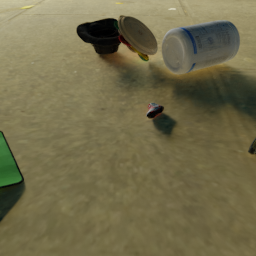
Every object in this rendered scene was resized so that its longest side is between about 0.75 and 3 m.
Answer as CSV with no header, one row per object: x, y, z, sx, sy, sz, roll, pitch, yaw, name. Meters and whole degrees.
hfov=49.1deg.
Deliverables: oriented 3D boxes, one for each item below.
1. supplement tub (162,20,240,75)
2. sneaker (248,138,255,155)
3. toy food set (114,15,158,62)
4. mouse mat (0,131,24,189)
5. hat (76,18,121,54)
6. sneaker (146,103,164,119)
2.786,-3.147,10.857,2.601,1.716,1.716,-18,40,-24,supplement tub
3.985,0.358,6.907,2.123,0.816,0.941,-15,46,-16,sneaker
0.369,-3.882,11.889,2.176,0.529,2.154,36,41,-17,toy food set
-3.647,0.761,6.523,1.841,0.086,2.288,-9,35,-34,mouse mat
-1.021,-3.938,12.561,2.596,1.047,2.596,-1,44,1,hat
0.708,-0.534,8.509,0.416,0.259,0.777,29,41,35,sneaker
